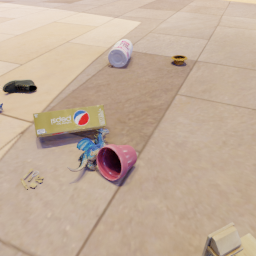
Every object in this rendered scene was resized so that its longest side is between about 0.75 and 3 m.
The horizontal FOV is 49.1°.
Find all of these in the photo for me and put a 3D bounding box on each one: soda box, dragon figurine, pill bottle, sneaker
[{"bbox_3d":[-2.008,-0.236,9.786,2.395,0.767,0.811,-8,-5,-15],"label":"soda box"},{"bbox_3d":[-1.230,0.754,8.820,1.075,0.636,2.162,28,43,33],"label":"dragon figurine"},{"bbox_3d":[-0.359,-4.165,15.383,1.068,1.068,1.884,7,36,10],"label":"pill bottle"},{"bbox_3d":[-4.837,-1.836,12.557,1.409,0.527,0.749,-22,38,-29],"label":"sneaker"}]

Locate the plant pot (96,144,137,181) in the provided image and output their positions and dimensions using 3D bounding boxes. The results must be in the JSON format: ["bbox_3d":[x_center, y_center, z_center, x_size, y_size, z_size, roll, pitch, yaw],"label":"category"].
[{"bbox_3d":[-0.261,0.936,8.346,1.038,1.038,0.929,27,27,33],"label":"plant pot"}]

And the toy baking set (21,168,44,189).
[{"bbox_3d":[-2.834,1.506,8.245,0.607,0.092,0.790,-24,42,-34],"label":"toy baking set"}]

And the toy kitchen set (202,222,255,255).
[{"bbox_3d":[2.173,2.846,5.156,1.770,1.444,1.597,-16,38,-22],"label":"toy kitchen set"}]

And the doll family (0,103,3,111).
[{"bbox_3d":[-5.409,-0.714,11.203,0.560,0.407,0.902,21,57,16],"label":"doll family"}]

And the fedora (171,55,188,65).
[{"bbox_3d":[2.803,-3.715,15.358,0.927,0.378,0.927,-3,32,2],"label":"fedora"}]
